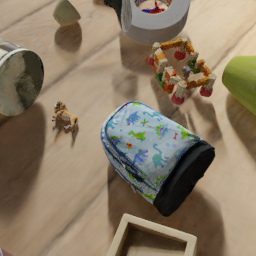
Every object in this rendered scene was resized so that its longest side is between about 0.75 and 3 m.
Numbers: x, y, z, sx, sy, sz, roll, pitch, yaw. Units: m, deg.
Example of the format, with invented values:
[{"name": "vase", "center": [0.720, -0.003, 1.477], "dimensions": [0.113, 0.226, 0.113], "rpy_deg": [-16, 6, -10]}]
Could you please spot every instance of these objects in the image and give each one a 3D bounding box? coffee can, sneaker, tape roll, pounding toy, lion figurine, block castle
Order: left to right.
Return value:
[{"name": "coffee can", "center": [-4.581, -1.927, 9.006], "dimensions": [2.971, 2.174, 2.174], "rpy_deg": [25, 59, 16]}, {"name": "lion figurine", "center": [-1.981, -0.384, 9.075], "dimensions": [1.186, 0.430, 0.726], "rpy_deg": [36, 54, 6]}, {"name": "sneaker", "center": [-0.400, -4.444, 10.396], "dimensions": [0.898, 1.810, 0.640], "rpy_deg": [0, 11, 30]}, {"name": "tape roll", "center": [0.992, -4.904, 11.304], "dimensions": [2.950, 0.974, 2.950], "rpy_deg": [-1, 73, 3]}, {"name": "pounding toy", "center": [0.651, 3.331, 6.009], "dimensions": [2.139, 1.521, 1.969], "rpy_deg": [12, 55, 21]}, {"name": "block castle", "center": [1.792, -1.935, 9.704], "dimensions": [1.565, 1.099, 2.342], "rpy_deg": [-16, 59, -16]}]

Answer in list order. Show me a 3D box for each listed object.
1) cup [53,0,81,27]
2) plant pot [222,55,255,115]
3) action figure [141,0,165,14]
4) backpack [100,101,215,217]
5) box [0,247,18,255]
[{"name": "cup", "center": [-2.661, -4.757, 11.728], "dimensions": [0.818, 1.144, 1.144], "rpy_deg": [-46, 65, -2]}, {"name": "plant pot", "center": [4.263, -1.403, 8.924], "dimensions": [2.151, 2.151, 2.299], "rpy_deg": [-35, 49, -22]}, {"name": "action figure", "center": [0.785, -5.219, 12.257], "dimensions": [1.644, 0.536, 0.814], "rpy_deg": [-9, 68, -6]}, {"name": "backpack", "center": [0.553, 0.560, 7.585], "dimensions": [2.272, 2.141, 2.785], "rpy_deg": [-46, 51, -13]}, {"name": "box", "center": [-2.923, 3.976, 4.869], "dimensions": [2.740, 2.273, 2.250], "rpy_deg": [-24, 59, -16]}]
